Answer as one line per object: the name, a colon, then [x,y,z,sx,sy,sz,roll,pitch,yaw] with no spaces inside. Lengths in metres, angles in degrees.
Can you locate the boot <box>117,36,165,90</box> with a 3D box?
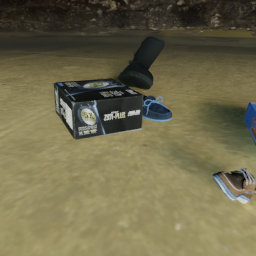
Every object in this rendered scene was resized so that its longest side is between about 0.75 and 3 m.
boot: [0.803,-2.891,12.209,1.060,2.347,2.864,39,-6,-23]

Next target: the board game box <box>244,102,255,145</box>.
board game box: [4.118,0.192,6.698,2.097,0.620,2.757,11,24,9]

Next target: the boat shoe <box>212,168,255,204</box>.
boat shoe: [1.828,0.889,4.635,1.338,0.484,0.483,26,27,-50]

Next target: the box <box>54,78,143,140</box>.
box: [-1.004,-0.720,8.642,2.060,1.083,2.516,-8,24,-23]

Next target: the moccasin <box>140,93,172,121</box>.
moccasin: [0.659,-0.754,9.333,0.795,0.674,1.976,-17,28,-36]
